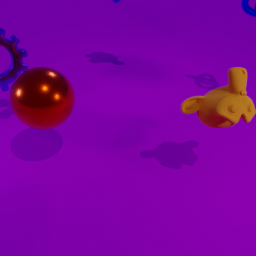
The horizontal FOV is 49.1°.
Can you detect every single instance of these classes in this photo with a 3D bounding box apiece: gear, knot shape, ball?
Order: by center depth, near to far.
[{"bbox_3d":[-1.878,-0.653,6.214,1.390,1.390,1.390,0,39,0],"label":"ball"},{"bbox_3d":[-3.482,-1.768,7.296,1.648,1.648,0.305,-22,35,-25],"label":"gear"},{"bbox_3d":[3.951,-3.361,8.093,0.601,1.300,1.217,-41,38,10],"label":"knot shape"}]

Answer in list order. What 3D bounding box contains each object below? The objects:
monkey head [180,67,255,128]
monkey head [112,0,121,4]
[{"bbox_3d":[1.975,-0.601,5.769,1.705,1.227,1.028,-4,9,-27],"label":"monkey head"},{"bbox_3d":[0.020,-4.813,9.230,1.352,1.879,1.132,-47,13,-14],"label":"monkey head"}]
